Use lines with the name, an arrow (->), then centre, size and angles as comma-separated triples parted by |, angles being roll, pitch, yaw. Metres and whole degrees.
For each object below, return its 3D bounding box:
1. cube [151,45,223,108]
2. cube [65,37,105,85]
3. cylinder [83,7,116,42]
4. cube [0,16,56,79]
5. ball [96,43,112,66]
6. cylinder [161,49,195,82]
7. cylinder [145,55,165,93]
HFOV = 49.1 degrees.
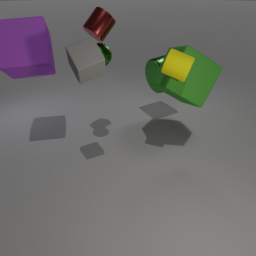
cube -> 1.826, -1.652, 8.983 | 1.400, 1.400, 1.400 | 26, 5, -19
cube -> -1.007, -1.606, 6.740 | 0.700, 0.700, 0.700 | -25, 75, -13
cylinder -> -0.825, -2.976, 8.071 | 0.700, 0.700, 0.700 | 35, 1, 0
cube -> -3.060, -2.368, 8.461 | 1.400, 1.400, 1.400 | -8, 0, -8
ball -> -0.822, -2.117, 8.159 | 0.700, 0.700, 0.700 | 0, 28, 0
cylinder -> 1.364, -1.720, 7.684 | 0.700, 0.700, 0.700 | 25, 32, 6
cylinder -> 1.637, -2.273, 11.415 | 1.400, 1.400, 1.400 | -21, 34, -22
